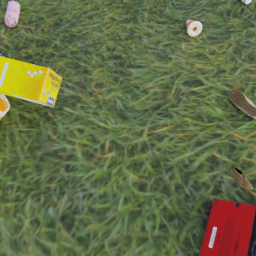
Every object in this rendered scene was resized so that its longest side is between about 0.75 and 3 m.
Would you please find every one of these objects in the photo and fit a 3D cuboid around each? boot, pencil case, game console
[{"bbox_3d":[3.832,1.704,9.391,0.325,0.333,0.882,-33,66,-20],"label":"boot"},{"bbox_3d":[-5.517,-5.460,13.372,0.598,0.598,1.367,-3,59,-2],"label":"pencil case"},{"bbox_3d":[3.477,3.702,8.292,2.172,1.496,2.520,2,54,38],"label":"game console"}]

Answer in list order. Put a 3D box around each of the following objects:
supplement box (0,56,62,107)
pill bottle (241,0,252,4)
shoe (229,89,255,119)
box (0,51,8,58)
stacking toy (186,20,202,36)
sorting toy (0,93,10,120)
[{"bbox_3d":[-3.655,-1.627,9.841,2.160,1.176,1.183,15,87,9],"label":"supplement box"},{"bbox_3d":[5.891,-6.656,14.138,0.454,0.454,0.815,-15,61,-8],"label":"pill bottle"},{"bbox_3d":[4.518,-0.916,10.910,0.522,0.399,1.494,-42,60,14],"label":"shoe"},{"bbox_3d":[-5.593,-2.436,11.149,2.468,0.446,1.765,40,49,8],"label":"box"},{"bbox_3d":[2.945,-4.773,13.047,0.707,0.707,0.968,-12,44,-7],"label":"stacking toy"},{"bbox_3d":[-5.713,-1.044,9.825,2.327,2.095,1.243,-21,36,-11],"label":"sorting toy"}]
